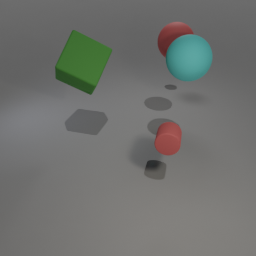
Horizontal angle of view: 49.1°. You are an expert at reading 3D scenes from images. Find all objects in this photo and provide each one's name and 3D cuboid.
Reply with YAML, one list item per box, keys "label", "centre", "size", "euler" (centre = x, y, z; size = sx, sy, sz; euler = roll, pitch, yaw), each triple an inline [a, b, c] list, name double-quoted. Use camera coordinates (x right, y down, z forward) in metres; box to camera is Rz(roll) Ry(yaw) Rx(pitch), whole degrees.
- label: "cylinder"
  centre: [1.126, 0.290, 7.800]
  size: [0.700, 0.700, 0.700]
  euler: [7, 30, 11]
- label: "ball"
  centre: [1.823, -3.278, 10.624]
  size: [1.400, 1.400, 1.400]
  euler: [0, 32, 0]
- label: "cube"
  centre: [-1.532, -2.150, 9.482]
  size: [1.400, 1.400, 1.400]
  euler: [24, -10, -11]
- label: "ball"
  centre: [1.865, -2.139, 8.606]
  size: [1.400, 1.400, 1.400]
  euler: [0, 32, 0]
